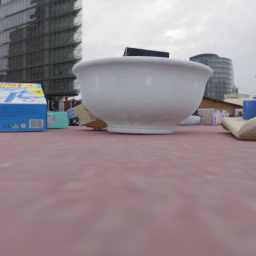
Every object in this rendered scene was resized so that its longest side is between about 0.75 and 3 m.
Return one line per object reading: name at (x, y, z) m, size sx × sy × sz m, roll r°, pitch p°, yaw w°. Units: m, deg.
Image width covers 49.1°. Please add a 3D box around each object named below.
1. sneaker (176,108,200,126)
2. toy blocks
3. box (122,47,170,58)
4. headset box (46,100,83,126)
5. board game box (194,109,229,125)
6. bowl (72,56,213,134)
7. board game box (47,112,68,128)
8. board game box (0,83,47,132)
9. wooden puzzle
sneaker at (1.370, -0.957, 11.245) m, size 2.995 × 1.704 × 1.130 m, roll 1°, pitch 1°, yaw 2°
toy blocks at (-0.556, -0.303, 6.713) m, size 1.869 × 0.934 × 1.278 m, roll -1°, pitch -9°, yaw -41°
box at (0.368, -1.123, 8.628) m, size 1.336 × 2.151 × 2.169 m, roll 4°, pitch 2°, yaw -6°
headset box at (-2.432, -0.612, 11.662) m, size 2.701 × 1.013 × 2.007 m, roll 0°, pitch 2°, yaw -14°
board game box at (3.740, -0.487, 12.791) m, size 1.453 × 0.703 × 1.158 m, roll -1°, pitch 2°, yaw -44°
bowl at (0.237, -0.473, 5.066) m, size 2.474 × 1.112 × 2.474 m, roll 1°, pitch 2°, yaw 0°
board game box at (-2.796, -0.230, 7.980) m, size 1.592 × 0.471 × 2.093 m, roll -1°, pitch 2°, yaw -30°
board game box at (-2.914, -0.521, 6.088) m, size 2.106 × 0.588 × 2.062 m, roll -1°, pitch 20°, yaw -21°
wooden puzzle at (2.686, -0.171, 4.067) m, size 2.371 × 0.593 × 2.560 m, roll 0°, pitch 2°, yaw 13°
